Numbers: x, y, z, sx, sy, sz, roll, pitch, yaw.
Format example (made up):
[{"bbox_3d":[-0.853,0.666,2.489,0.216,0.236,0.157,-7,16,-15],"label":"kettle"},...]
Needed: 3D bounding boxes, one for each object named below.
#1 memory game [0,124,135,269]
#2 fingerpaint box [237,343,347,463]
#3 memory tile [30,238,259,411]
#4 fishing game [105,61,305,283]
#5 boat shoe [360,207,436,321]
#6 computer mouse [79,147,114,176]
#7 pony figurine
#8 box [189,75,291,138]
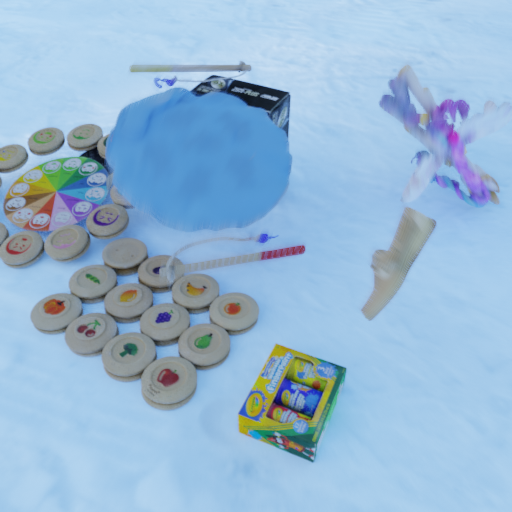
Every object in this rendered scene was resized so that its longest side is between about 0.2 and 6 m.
[{"bbox_3d":[-3.854,-1.308,10.687,3.880,0.247,3.880,-3,50,4],"label":"memory game"},{"bbox_3d":[0.490,1.884,7.381,1.060,0.466,1.270,17,44,18],"label":"fingerpaint box"},{"bbox_3d":[-1.713,0.860,8.701,3.122,0.262,2.393,24,46,25],"label":"memory tile"},{"bbox_3d":[-0.894,-1.493,8.859,2.964,0.644,4.140,-10,62,-16],"label":"fishing game"},{"bbox_3d":[1.773,0.113,7.433,0.507,0.560,1.572,31,90,10],"label":"boat shoe"},{"bbox_3d":[-2.303,-2.062,11.627,2.992,0.509,0.877,-15,50,-6],"label":"computer mouse"},{"bbox_3d":[3.408,-2.135,10.230,2.656,2.291,2.751,6,48,-60],"label":"pony figurine"},{"bbox_3d":[-0.308,-2.221,10.823,1.696,2.071,0.892,19,45,21],"label":"box"}]
